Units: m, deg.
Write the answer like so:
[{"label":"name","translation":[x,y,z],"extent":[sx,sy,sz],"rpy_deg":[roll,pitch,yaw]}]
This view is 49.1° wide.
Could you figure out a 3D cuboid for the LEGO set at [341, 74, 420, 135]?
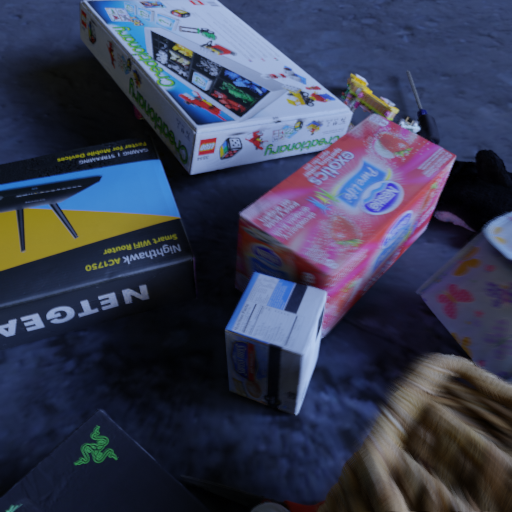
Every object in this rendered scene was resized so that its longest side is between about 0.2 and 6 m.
[{"label":"LEGO set","translation":[2.076,-2.838,10.980],"extent":[1.074,0.869,2.335],"rpy_deg":[10,33,-37]}]

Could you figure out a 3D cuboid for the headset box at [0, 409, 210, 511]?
[{"label":"headset box","translation":[-1.444,3.274,5.067],"extent":[2.935,1.362,2.556],"rpy_deg":[33,57,26]}]

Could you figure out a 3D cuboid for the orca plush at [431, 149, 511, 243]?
[{"label":"orca plush","translation":[3.537,-1.385,9.156],"extent":[3.700,1.315,1.947],"rpy_deg":[33,57,25]}]

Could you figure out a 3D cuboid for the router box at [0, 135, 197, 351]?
[{"label":"router box","translation":[-3.136,-0.233,8.344],"extent":[3.961,1.011,2.954],"rpy_deg":[-15,51,-13]}]

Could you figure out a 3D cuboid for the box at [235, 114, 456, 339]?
[{"label":"box","translation":[1.287,-0.483,8.083],"extent":[1.523,1.590,3.190],"rpy_deg":[35,55,24]}]

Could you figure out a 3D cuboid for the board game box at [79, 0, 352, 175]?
[{"label":"board game box","translation":[-0.982,-3.603,10.935],"extent":[3.251,0.891,5.149],"rpy_deg":[-16,50,-30]}]

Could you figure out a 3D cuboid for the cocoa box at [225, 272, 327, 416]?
[{"label":"cocoa box","translation":[0.235,1.088,6.902],"extent":[0.955,1.456,0.971],"rpy_deg":[16,50,14]}]

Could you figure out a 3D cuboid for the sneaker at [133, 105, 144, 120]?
[{"label":"sneaker","translation":[-2.168,-3.267,11.294],"extent":[0.619,0.571,1.404],"rpy_deg":[-3,49,-2]}]

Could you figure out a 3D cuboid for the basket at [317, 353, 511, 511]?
[{"label":"basket","translation":[2.185,2.513,4.371],"extent":[3.291,2.349,2.452],"rpy_deg":[35,92,23]}]

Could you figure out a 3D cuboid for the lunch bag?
[{"label":"lunch bag","translation":[3.403,0.463,7.020],"extent":[2.064,1.312,1.751],"rpy_deg":[-43,53,16]}]

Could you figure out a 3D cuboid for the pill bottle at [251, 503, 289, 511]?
[{"label":"pill bottle","translation":[0.153,2.789,5.643],"extent":[0.540,0.974,0.540],"rpy_deg":[-3,63,5]}]

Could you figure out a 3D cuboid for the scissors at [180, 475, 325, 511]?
[{"label":"scissors","translation":[0.282,2.810,6.312],"extent":[2.298,0.160,0.841],"rpy_deg":[25,56,22]}]

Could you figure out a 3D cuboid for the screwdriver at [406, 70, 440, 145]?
[{"label":"screwdriver","translation":[3.304,-3.007,11.275],"extent":[0.362,0.377,2.592],"rpy_deg":[-28,37,27]}]
